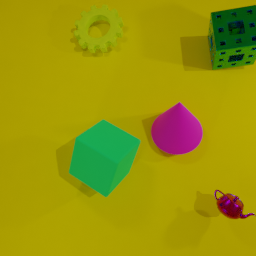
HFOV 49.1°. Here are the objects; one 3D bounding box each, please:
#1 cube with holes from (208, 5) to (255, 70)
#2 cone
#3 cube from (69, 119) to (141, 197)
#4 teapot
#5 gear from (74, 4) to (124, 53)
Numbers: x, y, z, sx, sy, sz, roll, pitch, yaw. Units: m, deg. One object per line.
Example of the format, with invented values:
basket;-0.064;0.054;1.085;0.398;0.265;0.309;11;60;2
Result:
cube with holes;3.079;-2.598;8.216;1.218;1.218;1.218;-6;75;10
cone;1.325;-0.260;7.426;1.465;1.471;1.465;-3;60;5
cube;-0.591;0.727;7.090;1.202;1.202;1.202;29;35;16
teapot;2.618;1.936;6.992;1.083;0.673;0.530;37;113;25
gear;-0.909;-3.091;8.723;1.523;0.282;1.523;-2;76;9
